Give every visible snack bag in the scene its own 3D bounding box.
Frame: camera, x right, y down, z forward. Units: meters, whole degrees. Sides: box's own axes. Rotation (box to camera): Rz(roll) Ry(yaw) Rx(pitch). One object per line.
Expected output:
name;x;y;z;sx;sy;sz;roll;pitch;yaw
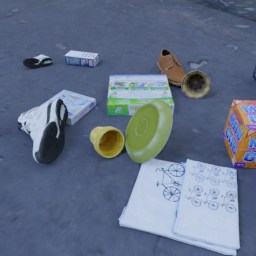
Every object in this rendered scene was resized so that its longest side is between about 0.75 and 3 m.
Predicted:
snack bag;1.445;1.769;7.448;2.838;0.304;2.676;10;38;14

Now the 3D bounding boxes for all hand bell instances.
hand bell;3.058;-2.188;12.529;1.178;1.178;2.263;8;24;11

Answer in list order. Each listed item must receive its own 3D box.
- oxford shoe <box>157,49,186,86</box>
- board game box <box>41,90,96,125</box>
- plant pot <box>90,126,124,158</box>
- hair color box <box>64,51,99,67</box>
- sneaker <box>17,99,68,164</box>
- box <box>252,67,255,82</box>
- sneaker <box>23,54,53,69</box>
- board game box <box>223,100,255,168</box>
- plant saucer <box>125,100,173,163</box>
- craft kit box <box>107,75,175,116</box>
oxford shoe;2.071;-2.876;13.189;1.028;1.027;2.883;-9;39;-15
board game box;-2.362;-0.851;10.979;1.609;0.331;1.605;18;40;23
plant pot;-0.737;0.360;8.911;0.956;0.956;0.899;-21;26;-26
hair color box;-2.396;-3.600;14.589;1.595;0.483;0.798;10;37;13
sneaker;-2.982;0.204;9.303;1.569;1.029;2.727;-14;40;13
box;7.040;-2.222;11.929;2.371;1.469;2.330;-1;38;-1
sneaker;-4.711;-3.444;14.456;1.476;0.557;0.849;-10;28;-26
board game box;3.937;0.184;8.514;1.485;1.485;1.486;2;38;1
plant saucer;0.504;0.032;8.511;0.320;2.059;2.059;24;25;-30
craft kit box;0.471;-1.424;11.587;2.563;0.622;2.531;0;34;0
